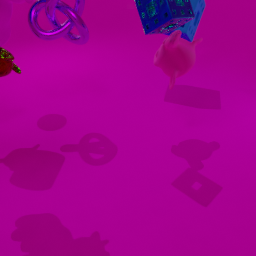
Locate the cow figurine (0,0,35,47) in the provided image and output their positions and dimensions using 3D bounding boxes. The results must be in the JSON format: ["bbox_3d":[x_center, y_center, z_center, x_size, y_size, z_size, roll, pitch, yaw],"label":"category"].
[{"bbox_3d":[-2.064,-1.949,4.493,1.554,1.579,0.867,0,53,-12],"label":"cow figurine"}]

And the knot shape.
[{"bbox_3d":[-1.564,-2.652,6.973,1.556,1.456,0.719,-29,39,20],"label":"knot shape"}]

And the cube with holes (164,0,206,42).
[{"bbox_3d":[1.693,-3.874,9.488,1.335,1.335,1.335,23,12,17],"label":"cube with holes"}]

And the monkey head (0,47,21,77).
[{"bbox_3d":[-3.216,-1.705,6.755,1.304,0.786,0.938,2,59,-33],"label":"monkey head"}]

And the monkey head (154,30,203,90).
[{"bbox_3d":[1.235,-1.796,6.804,0.971,1.160,1.612,33,78,-3],"label":"monkey head"}]

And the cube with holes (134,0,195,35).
[{"bbox_3d":[0.740,-2.423,5.679,0.755,0.755,0.755,-21,4,-40],"label":"cube with holes"}]
